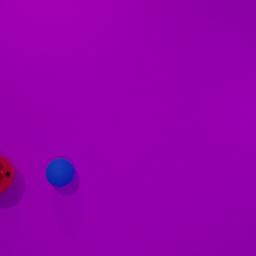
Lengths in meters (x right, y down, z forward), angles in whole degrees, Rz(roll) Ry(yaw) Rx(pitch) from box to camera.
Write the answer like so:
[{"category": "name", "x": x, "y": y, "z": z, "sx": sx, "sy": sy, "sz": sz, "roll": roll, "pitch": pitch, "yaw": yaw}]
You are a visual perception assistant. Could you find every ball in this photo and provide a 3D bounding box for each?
[{"category": "ball", "x": -1.984, "y": 1.299, "z": 8.162, "sx": 0.833, "sy": 0.833, "sz": 0.833, "roll": 0, "pitch": 77, "yaw": 0}, {"category": "ball", "x": -3.866, "y": 1.331, "z": 7.958, "sx": 1.196, "sy": 1.196, "sz": 1.196, "roll": 0, "pitch": 77, "yaw": 0}]
